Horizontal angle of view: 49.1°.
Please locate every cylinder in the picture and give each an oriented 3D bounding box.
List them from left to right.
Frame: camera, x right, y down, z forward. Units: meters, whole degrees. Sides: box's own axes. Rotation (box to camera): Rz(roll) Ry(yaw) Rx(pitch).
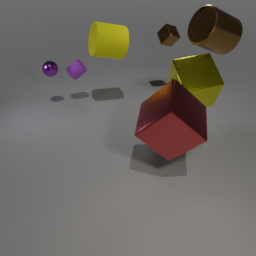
[{"bbox_3d":[-2.389,-2.723,13.049,0.700,0.700,0.700,-36,27,14],"label":"cylinder"},{"bbox_3d":[-0.845,-3.692,11.898,1.400,1.400,1.400,1,28,-22],"label":"cylinder"},{"bbox_3d":[3.140,-3.526,10.167,1.400,1.400,1.400,9,23,-32],"label":"cylinder"}]

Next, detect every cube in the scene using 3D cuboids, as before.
[{"bbox_3d":[1.935,-4.417,13.357,0.700,0.700,0.700,-3,68,-39],"label":"cube"},{"bbox_3d":[1.227,-0.203,7.865,1.400,1.400,1.400,37,41,-22],"label":"cube"},{"bbox_3d":[2.335,-1.578,9.966,1.400,1.400,1.400,-12,64,-6],"label":"cube"}]

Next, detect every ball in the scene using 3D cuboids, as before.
[{"bbox_3d":[-3.467,-2.639,12.489,0.700,0.700,0.700,0,30,0],"label":"ball"}]
